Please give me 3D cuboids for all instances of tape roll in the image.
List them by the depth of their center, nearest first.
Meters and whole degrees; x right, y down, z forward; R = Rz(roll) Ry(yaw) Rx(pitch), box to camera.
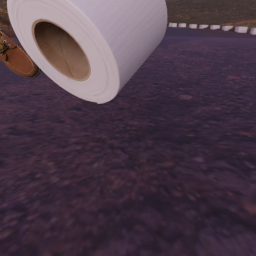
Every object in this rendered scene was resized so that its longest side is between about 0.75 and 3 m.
[{"bbox_3d":[-0.842,-2.239,6.177,2.883,2.883,1.979,17,57,35],"label":"tape roll"}]

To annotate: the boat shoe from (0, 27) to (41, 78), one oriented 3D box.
[{"bbox_3d":[-3.242,-2.066,7.318,2.092,0.753,0.711,39,6,2],"label":"boat shoe"}]
